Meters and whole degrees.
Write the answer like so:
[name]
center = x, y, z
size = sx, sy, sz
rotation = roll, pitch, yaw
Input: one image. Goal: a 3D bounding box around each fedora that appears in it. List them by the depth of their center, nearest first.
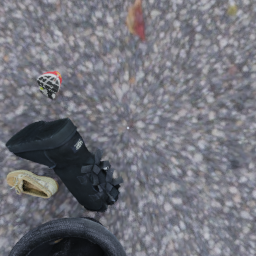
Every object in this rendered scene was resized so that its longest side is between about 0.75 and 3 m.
[fedora]
center = -1.409, 3.250, 6.978
size = 2.974, 1.358, 2.974
rotation = 1, 104, 3

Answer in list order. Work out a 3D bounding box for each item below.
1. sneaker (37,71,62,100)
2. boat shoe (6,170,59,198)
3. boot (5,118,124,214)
[sneaker]
center = -1.979, -1.243, 7.279
size = 0.574, 1.491, 0.633
rotation = 32, 73, -16
[boat shoe]
center = -2.700, 1.546, 7.648
size = 1.564, 0.490, 0.573
rotation = 5, 117, 15
[boot]
center = -1.674, 0.989, 7.323
size = 1.100, 2.974, 2.437
rotation = -52, 121, -36
